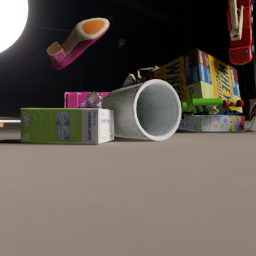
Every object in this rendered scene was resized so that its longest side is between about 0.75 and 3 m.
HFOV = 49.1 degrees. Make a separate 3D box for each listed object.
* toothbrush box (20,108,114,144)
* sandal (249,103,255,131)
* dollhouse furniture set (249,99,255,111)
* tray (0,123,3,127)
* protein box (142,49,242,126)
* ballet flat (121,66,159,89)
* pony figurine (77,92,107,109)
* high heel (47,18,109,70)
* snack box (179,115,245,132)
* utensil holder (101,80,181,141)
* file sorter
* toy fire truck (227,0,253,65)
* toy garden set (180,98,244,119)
[{"bbox_3d":[-0.971,-0.048,4.721,1.309,0.564,0.953,-1,1,10],"label":"toothbrush box"},{"bbox_3d":[4.378,-0.525,8.633,2.976,0.853,1.140,0,-33,-48],"label":"sandal"},{"bbox_3d":[5.641,-0.550,10.730,1.520,1.152,1.734,-1,2,-30],"label":"dollhouse furniture set"},{"bbox_3d":[-6.301,-0.135,12.596,1.146,0.212,0.565,-1,2,-42],"label":"tray"},{"bbox_3d":[2.195,-1.182,9.758,2.397,1.629,2.415,11,-20,-40],"label":"protein box"},{"bbox_3d":[0.508,-2.419,14.188,2.654,0.955,0.955,-21,-7,24],"label":"ballet flat"},{"bbox_3d":[-1.560,-1.010,14.089,2.066,1.782,2.140,-7,18,39],"label":"pony figurine"},{"bbox_3d":[-1.812,-3.159,10.696,2.626,0.885,1.260,-39,-11,-9],"label":"high heel"},{"bbox_3d":[2.468,-0.147,8.582,1.320,0.492,1.857,-1,2,-8],"label":"snack box"},{"bbox_3d":[0.187,-0.303,5.400,1.081,1.081,1.272,-1,0,-34],"label":"utensil holder"},{"bbox_3d":[-2.125,-1.075,15.822,2.766,1.922,1.735,0,5,-4],"label":"file sorter"},{"bbox_3d":[3.218,-3.152,8.214,0.681,2.795,1.971,1,24,28],"label":"toy fire truck"},{"bbox_3d":[2.075,-0.465,7.909,1.604,0.384,1.924,-3,-5,-16],"label":"toy garden set"}]
